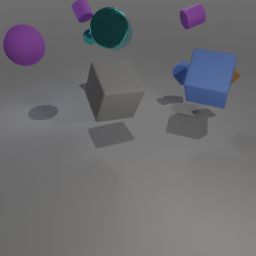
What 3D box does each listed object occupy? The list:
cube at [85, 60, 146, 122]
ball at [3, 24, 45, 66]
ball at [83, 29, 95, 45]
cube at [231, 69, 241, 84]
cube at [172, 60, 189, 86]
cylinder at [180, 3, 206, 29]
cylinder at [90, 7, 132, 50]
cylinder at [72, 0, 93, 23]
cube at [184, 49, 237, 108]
[{"bbox_3d":[-0.479,-1.220,9.215,1.400,1.400,1.400,-8,58,-25],"label":"cube"},{"bbox_3d":[-3.629,-2.889,9.819,1.400,1.400,1.400,0,31,0],"label":"ball"},{"bbox_3d":[-1.703,-4.137,12.723,0.700,0.700,0.700,0,31,0],"label":"ball"},{"bbox_3d":[3.752,-2.115,10.828,0.700,0.700,0.700,19,38,-39],"label":"cube"},{"bbox_3d":[2.519,-2.516,12.797,0.700,0.700,0.700,-32,33,28],"label":"cube"},{"bbox_3d":[2.332,-4.028,10.119,0.700,0.700,0.700,-23,34,-3],"label":"cylinder"},{"bbox_3d":[-0.595,-3.671,10.515,1.400,1.400,1.400,4,14,6],"label":"cylinder"},{"bbox_3d":[-1.927,-4.962,11.863,0.700,0.700,0.700,-26,-1,0],"label":"cylinder"},{"bbox_3d":[2.823,-1.684,9.684,1.400,1.400,1.400,14,77,19],"label":"cube"}]
